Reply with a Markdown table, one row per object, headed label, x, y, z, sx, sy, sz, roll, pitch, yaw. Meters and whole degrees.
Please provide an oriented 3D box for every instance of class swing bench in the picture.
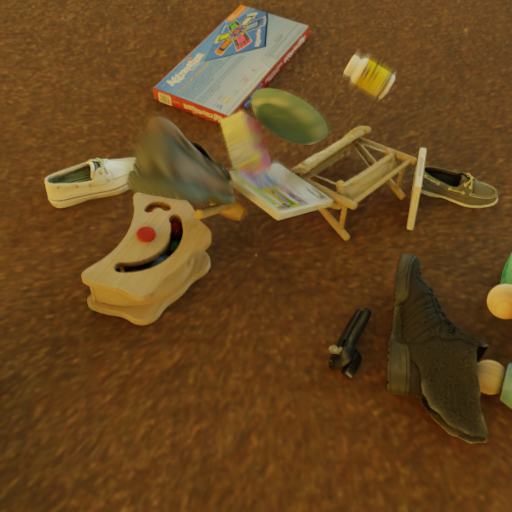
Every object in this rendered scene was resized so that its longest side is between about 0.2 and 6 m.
| label | x | y | z | sx | sy | sz | roll | pitch | yaw |
| --- | --- | --- | --- | --- | --- | --- | --- | --- | --- |
| swing bench | 1.833 | -1.606 | 11.191 | 1.816 | 1.184 | 1.826 | -36 | 63 | -22 |

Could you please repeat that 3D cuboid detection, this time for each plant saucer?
| label | x | y | z | sx | sy | sz | roll | pitch | yaw |
| --- | --- | --- | --- | --- | --- | --- | --- | --- | --- |
| plant saucer | 0.538 | -2.358 | 9.755 | 1.462 | 1.462 | 0.200 | 23 | 77 | 16 |

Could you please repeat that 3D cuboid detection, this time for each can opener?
| label | x | y | z | sx | sy | sz | roll | pitch | yaw |
| --- | --- | --- | --- | --- | --- | --- | --- | --- | --- |
| can opener | 1.597 | 1.419 | 9.534 | 0.432 | 0.536 | 1.363 | -12 | 38 | 42 |

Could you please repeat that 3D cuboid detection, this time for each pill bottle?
| label | x | y | z | sx | sy | sz | roll | pitch | yaw |
| --- | --- | --- | --- | --- | --- | --- | --- | --- | --- |
| pill bottle | 2.161 | -3.453 | 10.757 | 0.890 | 0.500 | 0.500 | 29 | 56 | -6 |

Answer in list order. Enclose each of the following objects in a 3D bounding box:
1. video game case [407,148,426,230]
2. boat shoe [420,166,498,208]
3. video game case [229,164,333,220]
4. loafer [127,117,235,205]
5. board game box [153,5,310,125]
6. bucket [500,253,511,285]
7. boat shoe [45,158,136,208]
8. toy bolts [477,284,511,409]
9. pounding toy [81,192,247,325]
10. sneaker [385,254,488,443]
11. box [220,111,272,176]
| label | x | y | z | sx | sy | sz | roll | pitch | yaw |
| --- | --- | --- | --- | --- | --- | --- | --- | --- | --- |
| video game case | 3.133 | -1.296 | 10.947 | 0.143 | 1.205 | 1.096 | 9 | 53 | 13 |
| boat shoe | 4.141 | -1.437 | 11.493 | 1.687 | 0.504 | 0.603 | 14 | 55 | 10 |
| video game case | 0.393 | -1.218 | 10.316 | 1.419 | 0.172 | 1.558 | -17 | 45 | -40 |
| loafer | -0.950 | -1.344 | 8.571 | 1.156 | 3.218 | 1.012 | 10 | 95 | 9 |
| board game box | -0.511 | -4.887 | 14.082 | 2.140 | 0.404 | 4.157 | 25 | 58 | 16 |
| bucket | 4.993 | 0.443 | 9.939 | 1.230 | 0.800 | 1.230 | 0 | 53 | 0 |
| boat shoe | -3.263 | -1.623 | 11.505 | 2.105 | 0.703 | 0.774 | -27 | 58 | -19 |
| toy bolts | 4.357 | 1.451 | 9.006 | 1.437 | 1.979 | 2.072 | 14 | 87 | 25 |
| pounding toy | -1.761 | -0.465 | 9.938 | 1.812 | 1.818 | 3.169 | 32 | 54 | 19 |
| sneaker | 2.977 | 1.381 | 9.128 | 1.572 | 0.905 | 3.014 | 5 | 60 | 16 |
| box | -0.165 | -1.950 | 9.818 | 0.438 | 0.797 | 0.906 | -18 | 82 | 20 |
